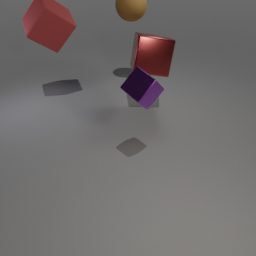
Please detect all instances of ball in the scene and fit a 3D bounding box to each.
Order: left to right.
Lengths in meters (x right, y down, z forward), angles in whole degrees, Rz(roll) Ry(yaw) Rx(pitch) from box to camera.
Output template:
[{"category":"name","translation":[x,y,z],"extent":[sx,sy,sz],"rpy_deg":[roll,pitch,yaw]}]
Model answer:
[{"category":"ball","translation":[0.141,-5.454,12.401],"extent":[1.400,1.400,1.400],"rpy_deg":[0,32,0]}]

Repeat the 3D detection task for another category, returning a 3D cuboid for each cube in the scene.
[{"category":"cube","translation":[-3.110,-4.131,10.999],"extent":[1.400,1.400,1.400],"rpy_deg":[20,34,-43]},{"category":"cube","translation":[0.372,-1.018,7.187],"extent":[0.700,0.700,0.700],"rpy_deg":[43,8,26]},{"category":"cube","translation":[0.926,-2.925,11.091],"extent":[1.400,1.400,1.400],"rpy_deg":[6,22,-7]}]
